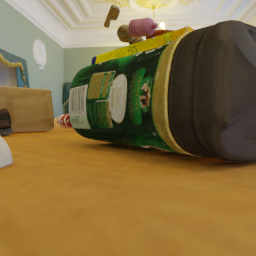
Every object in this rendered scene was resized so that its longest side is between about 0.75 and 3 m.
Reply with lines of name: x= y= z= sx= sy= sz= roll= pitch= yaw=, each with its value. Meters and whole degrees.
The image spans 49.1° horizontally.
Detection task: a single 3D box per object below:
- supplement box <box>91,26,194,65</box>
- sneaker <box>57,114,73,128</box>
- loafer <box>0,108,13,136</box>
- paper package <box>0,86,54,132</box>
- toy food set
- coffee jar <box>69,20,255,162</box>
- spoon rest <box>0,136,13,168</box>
supplement box: x=0.527 y=-0.760 z=5.776 sx=1.557 sy=1.566 sz=2.860 roll=10 pitch=-4 yaw=-38
sneaker: x=-1.644 y=-0.352 z=9.565 sx=0.966 sy=0.655 sz=1.672 roll=4 pitch=4 yaw=44
loafer: x=-2.748 y=-0.091 z=4.752 sx=0.599 sy=0.525 sz=1.667 roll=1 pitch=3 yaw=30
paper package: x=-3.077 y=-0.415 z=6.563 sx=1.971 sy=1.020 sz=1.879 roll=-3 pitch=4 yaw=-44
toy food set: x=0.515 y=-1.706 z=5.472 sx=2.016 sy=0.317 sz=1.281 roll=16 pitch=-5 yaw=-12
coffee jar: x=0.390 y=-0.290 z=2.963 sx=1.286 sy=1.052 sz=2.467 roll=4 pitch=0 yaw=-34
spoon rest: x=-1.415 y=0.140 z=2.145 sx=1.012 sy=0.307 sz=0.503 roll=1 pitch=3 yaw=2
